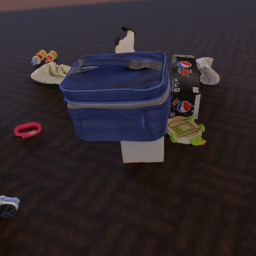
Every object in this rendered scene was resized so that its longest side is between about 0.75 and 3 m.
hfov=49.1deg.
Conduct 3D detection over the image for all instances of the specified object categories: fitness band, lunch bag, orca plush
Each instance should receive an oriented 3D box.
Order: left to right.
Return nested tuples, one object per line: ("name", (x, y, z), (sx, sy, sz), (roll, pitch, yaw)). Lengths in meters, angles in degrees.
("fitness band", (-3.005, 0.056, 8.408), (0.760, 0.142, 0.546), (-15, 37, -20))
("lunch bag", (-0.303, -0.864, 6.556), (2.586, 1.711, 1.757), (0, 40, 11))
("orca plush", (-0.337, -3.521, 12.400), (0.897, 1.327, 2.523), (-23, 53, 35))

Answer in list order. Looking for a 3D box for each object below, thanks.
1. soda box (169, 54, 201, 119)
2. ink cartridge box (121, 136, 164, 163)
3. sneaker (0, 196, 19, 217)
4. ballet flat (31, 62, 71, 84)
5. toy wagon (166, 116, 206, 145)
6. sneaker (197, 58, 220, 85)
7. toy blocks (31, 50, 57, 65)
("soda box", (1.928, -1.512, 9.698), (0.915, 1.022, 2.888), (3, 38, 8))
("ink cartridge box", (0.374, 0.045, 7.573), (1.082, 1.077, 1.489), (-4, 38, 3))
("sneaker", (-2.916, 1.719, 6.091), (1.107, 0.419, 0.426), (1, 18, -1))
("ballet flat", (-2.616, -2.052, 10.571), (2.561, 0.889, 0.889), (18, 41, 22))
("toy wagon", (1.693, 0.127, 8.188), (1.102, 0.281, 1.420), (-18, 42, -22))
("sneaker", (3.120, -2.307, 11.022), (1.020, 0.667, 1.775), (-23, 40, -23))
("toy blocks", (-3.679, -3.028, 12.217), (0.854, 0.372, 1.025), (6, 38, 9))
